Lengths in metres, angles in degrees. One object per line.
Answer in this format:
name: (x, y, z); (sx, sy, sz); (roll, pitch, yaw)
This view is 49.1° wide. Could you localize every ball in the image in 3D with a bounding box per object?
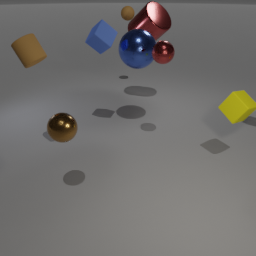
ball: (-0.014, -5.829, 14.236); (0.700, 0.700, 0.700); (0, 27, 0)
ball: (1.070, -2.302, 8.538); (0.700, 0.700, 0.700); (0, 27, 0)
ball: (0.352, -2.858, 10.159); (1.400, 1.400, 1.400); (0, 27, 0)
ball: (-1.524, -0.010, 6.506); (0.700, 0.700, 0.700); (0, 27, 0)

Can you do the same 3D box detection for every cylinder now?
cylinder: (-2.725, -2.126, 7.737); (0.700, 0.700, 0.700); (-29, 13, 7)
cylinder: (0.927, -4.484, 12.221); (1.400, 1.400, 1.400); (-26, -2, -40)

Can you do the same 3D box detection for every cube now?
cube: (3.353, -0.644, 8.518); (0.700, 0.700, 0.700); (-12, 58, -41)
cube: (-0.912, -3.106, 9.589); (0.700, 0.700, 0.700); (-15, 48, 53)
